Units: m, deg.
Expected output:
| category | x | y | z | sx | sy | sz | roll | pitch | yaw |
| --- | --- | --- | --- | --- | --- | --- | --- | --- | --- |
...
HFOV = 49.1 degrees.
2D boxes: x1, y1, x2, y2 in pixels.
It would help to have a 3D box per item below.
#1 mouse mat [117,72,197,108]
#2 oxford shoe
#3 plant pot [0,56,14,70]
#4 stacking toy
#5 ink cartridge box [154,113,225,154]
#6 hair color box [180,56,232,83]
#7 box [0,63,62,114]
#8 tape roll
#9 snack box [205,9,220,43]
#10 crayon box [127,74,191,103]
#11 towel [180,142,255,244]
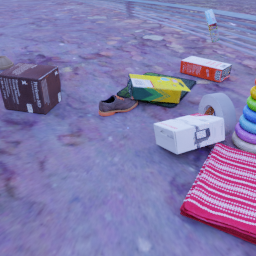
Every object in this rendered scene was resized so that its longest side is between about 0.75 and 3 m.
| category | x | y | z | sx | sy | sz | roll | pitch | yaw |
| --- | --- | --- | --- | --- | --- | --- | --- | --- | --- |
| mouse mat | 1.220 | -1.613 | 11.176 | 2.382 | 0.111 | 2.960 | 15 | 35 | 24 |
| oxford shoe | -0.287 | -0.847 | 9.435 | 1.516 | 0.550 | 0.540 | -21 | 37 | -31 |
| plant pot | -6.032 | -3.161 | 13.390 | 1.015 | 0.468 | 1.015 | 1 | 31 | -1 |
| stacking toy | 3.454 | -0.666 | 7.112 | 1.118 | 2.620 | 1.118 | 0 | 31 | 0 |
| ink cartridge box | 1.610 | 0.107 | 7.505 | 1.529 | 0.638 | 1.111 | -14 | 16 | -20 |
| hair color box | 3.397 | -2.623 | 12.350 | 1.961 | 0.600 | 0.995 | 24 | 38 | 35 |
| box | -3.304 | -1.386 | 9.607 | 1.568 | 1.301 | 1.288 | 8 | 32 | 13 |
| tape roll | 2.490 | -0.356 | 7.931 | 0.412 | 1.247 | 1.247 | -9 | 32 | -16 |
| snack box | 2.752 | -3.324 | 9.142 | 0.273 | 0.807 | 0.680 | -14 | 58 | 17 |
| crayon box | 1.069 | -1.428 | 10.130 | 2.069 | 0.525 | 1.313 | 4 | 28 | -9 |
| towel | 2.520 | 1.288 | 6.117 | 2.018 | 0.314 | 2.791 | 17 | 35 | 24 |
